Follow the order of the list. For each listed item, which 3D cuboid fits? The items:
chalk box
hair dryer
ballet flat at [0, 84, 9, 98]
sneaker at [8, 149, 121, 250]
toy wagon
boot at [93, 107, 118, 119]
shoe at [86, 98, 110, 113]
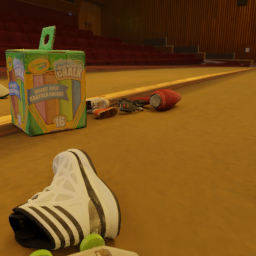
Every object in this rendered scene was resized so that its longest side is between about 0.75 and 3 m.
[{"bbox_3d":[-2.361,-1.423,8.055,1.751,2.829,1.760,-11,19,-35],"label":"chalk box"},{"bbox_3d":[0.801,-1.196,11.140,2.998,0.814,2.283,-3,14,-15],"label":"hair dryer"},{"bbox_3d":[-7.161,-1.992,13.660,2.944,1.023,1.023,3,15,18],"label":"ballet flat"},{"bbox_3d":[-1.001,0.830,3.712,1.149,0.753,1.997,-6,18,-27],"label":"sneaker"},{"bbox_3d":[-0.530,1.455,2.271,1.581,0.313,1.226,-8,17,-25],"label":"toy wagon"},{"bbox_3d":[-0.774,-0.560,9.584,0.887,0.333,0.475,-15,27,-40],"label":"boot"},{"bbox_3d":[-1.393,-0.783,10.183,1.547,0.541,0.413,-4,15,21],"label":"shoe"}]
